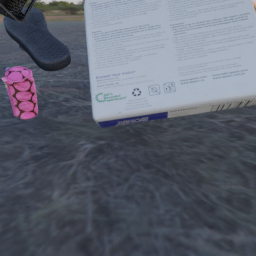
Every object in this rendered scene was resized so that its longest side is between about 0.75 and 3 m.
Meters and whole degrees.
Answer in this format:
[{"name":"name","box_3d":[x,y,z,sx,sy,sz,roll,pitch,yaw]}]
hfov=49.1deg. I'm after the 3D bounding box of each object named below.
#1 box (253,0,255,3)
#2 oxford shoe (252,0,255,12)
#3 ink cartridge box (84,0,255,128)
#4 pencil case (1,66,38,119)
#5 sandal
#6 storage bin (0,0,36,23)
[{"name":"box","box_3d":[3.160,-3.761,8.608,1.289,1.295,0.847,-43,20,-14]},{"name":"oxford shoe","box_3d":[1.687,-2.998,6.261,2.707,0.965,0.987,32,40,8]},{"name":"ink cartridge box","box_3d":[0.681,-1.546,4.690,2.725,2.775,0.601,-8,-17,6]},{"name":"pencil case","box_3d":[-1.552,-0.480,4.072,0.385,0.849,0.397,33,54,20]},{"name":"sandal","box_3d":[-2.493,-2.334,7.465,1.108,0.624,2.914,-23,57,-20]},{"name":"storage bin","box_3d":[-2.215,-2.572,4.918,0.586,0.845,1.250,27,-3,14]}]
